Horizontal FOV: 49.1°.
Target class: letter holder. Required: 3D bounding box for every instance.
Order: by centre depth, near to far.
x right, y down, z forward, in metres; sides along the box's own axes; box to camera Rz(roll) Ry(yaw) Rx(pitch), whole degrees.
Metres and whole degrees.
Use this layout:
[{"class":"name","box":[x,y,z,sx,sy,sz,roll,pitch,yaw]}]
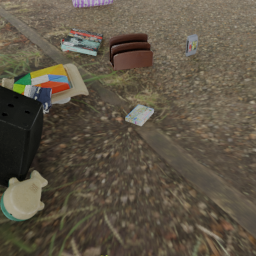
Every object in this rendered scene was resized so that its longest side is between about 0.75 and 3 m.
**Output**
[{"class":"letter holder","box":[0.138,-3.311,12.060,1.770,1.258,0.890,-10,39,-13]}]

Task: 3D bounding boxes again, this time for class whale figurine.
[{"class":"whale figurine","box":[-2.348,1.535,6.368,0.653,1.002,1.259,-35,17,28]}]

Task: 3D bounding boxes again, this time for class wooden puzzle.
[{"class":"wooden puzzle","box":[-3.119,-1.613,10.229,2.919,0.543,2.700,-14,36,-12]}]

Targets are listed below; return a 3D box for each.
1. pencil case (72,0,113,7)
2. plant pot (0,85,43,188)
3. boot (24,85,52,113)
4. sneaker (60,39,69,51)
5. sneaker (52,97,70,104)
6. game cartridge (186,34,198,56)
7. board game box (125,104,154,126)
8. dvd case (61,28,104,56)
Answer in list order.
[{"class":"pencil case","box":[-2.463,-9.217,19.571,2.991,1.279,1.255,-16,71,-16]},{"class":"plant pot","box":[-3.055,0.074,6.827,1.854,1.649,1.858,22,33,-14]},{"class":"boot","box":[-2.808,-0.573,8.639,0.811,0.653,1.794,2,62,-10]},{"class":"sneaker","box":[-3.102,-4.032,13.784,0.441,0.400,1.040,1,42,-22]},{"class":"sneaker","box":[-2.576,-1.131,10.022,0.993,0.360,0.566,-8,36,-10]},{"class":"game cartridge","box":[2.968,-3.840,13.005,0.618,0.929,0.190,-27,42,-30]},{"class":"board game box","box":[0.394,-0.438,9.289,0.595,0.151,0.885,20,42,24]},{"class":"dvd case","box":[-2.199,-4.331,13.941,1.694,0.255,2.320,11,37,-4]}]
